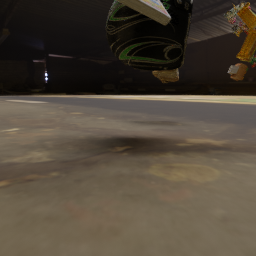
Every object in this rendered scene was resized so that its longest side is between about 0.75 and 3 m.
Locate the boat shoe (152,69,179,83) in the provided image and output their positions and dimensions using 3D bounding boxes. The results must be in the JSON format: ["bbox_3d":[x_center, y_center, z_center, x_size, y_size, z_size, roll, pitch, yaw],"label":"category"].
[{"bbox_3d":[1.433,-2.009,10.783,0.619,0.581,1.679,-24,16,-10],"label":"boat shoe"}]

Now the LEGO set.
[{"bbox_3d":[3.095,-2.173,7.014,0.827,2.221,1.022,19,-26,-34],"label":"LEGO set"}]

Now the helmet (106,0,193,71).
[{"bbox_3d":[0.502,-2.679,7.524,2.221,2.330,2.330,8,9,8],"label":"helmet"}]

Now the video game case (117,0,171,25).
[{"bbox_3d":[-0.194,-2.935,5.480,1.961,1.785,0.232,9,-43,-40],"label":"video game case"}]
